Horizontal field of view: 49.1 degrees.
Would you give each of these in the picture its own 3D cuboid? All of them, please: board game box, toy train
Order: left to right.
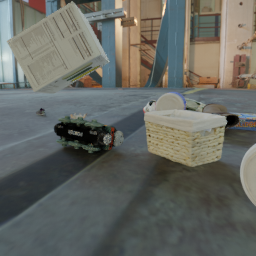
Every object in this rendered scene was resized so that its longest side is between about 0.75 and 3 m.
[{"bbox_3d":[-1.225,0.161,8.611,2.311,0.985,1.317,8,4,38],"label":"toy train"},{"bbox_3d":[5.576,-0.243,11.776,2.748,0.473,1.860,5,12,24],"label":"board game box"}]

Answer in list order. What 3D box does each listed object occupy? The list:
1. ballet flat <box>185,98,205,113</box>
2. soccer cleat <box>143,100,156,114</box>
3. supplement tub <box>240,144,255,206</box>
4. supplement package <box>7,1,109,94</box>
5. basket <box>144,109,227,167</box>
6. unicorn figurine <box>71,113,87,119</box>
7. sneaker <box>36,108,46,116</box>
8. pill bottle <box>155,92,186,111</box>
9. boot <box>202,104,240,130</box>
[{"bbox_3d":[3.338,-1.237,15.354,0.992,0.992,2.857,-5,14,-25],"label":"ballet flat"},{"bbox_3d":[1.299,-1.118,15.304,0.721,0.895,2.101,-1,11,-7],"label":"soccer cleat"},{"bbox_3d":[2.895,0.708,4.657,1.776,1.247,1.247,-7,13,-32],"label":"supplement tub"},{"bbox_3d":[-2.588,-2.971,11.051,2.859,2.154,2.169,-28,3,7],"label":"supplement package"},{"bbox_3d":[1.476,0.197,7.540,1.306,1.189,1.927,-7,12,-32],"label":"basket"},{"bbox_3d":[-2.481,-0.597,14.279,0.882,0.326,0.606,-16,24,-9],"label":"unicorn figurine"},{"bbox_3d":[-4.878,-0.942,15.707,0.342,0.402,0.918,-10,15,-43],"label":"sneaker"},{"bbox_3d":[2.254,-1.139,14.203,1.356,1.356,2.420,3,11,17],"label":"pill bottle"},{"bbox_3d":[3.550,-0.380,11.014,2.657,0.933,1.943,-19,12,-25],"label":"boot"}]
